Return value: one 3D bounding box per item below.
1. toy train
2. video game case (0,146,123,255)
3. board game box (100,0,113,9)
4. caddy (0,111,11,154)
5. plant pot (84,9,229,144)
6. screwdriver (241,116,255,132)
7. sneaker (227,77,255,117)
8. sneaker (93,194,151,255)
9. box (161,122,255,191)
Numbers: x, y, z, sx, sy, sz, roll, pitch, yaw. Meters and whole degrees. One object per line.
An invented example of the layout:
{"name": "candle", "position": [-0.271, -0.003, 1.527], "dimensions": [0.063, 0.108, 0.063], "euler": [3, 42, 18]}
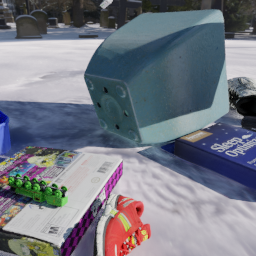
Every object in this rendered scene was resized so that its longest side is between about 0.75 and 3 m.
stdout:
{"name": "toy train", "position": [-1.205, 0.827, 3.710], "dimensions": [0.949, 0.268, 0.198], "euler": [9, 14, 21]}
{"name": "video game case", "position": [-1.341, 0.955, 4.306], "dimensions": [1.990, 0.393, 2.196], "euler": [6, 22, 16]}
{"name": "board game box", "position": [-0.572, -4.448, 9.409], "dimensions": [0.199, 0.728, 1.153], "euler": [34, 2, -21]}
{"name": "caddy", "position": [-3.322, -0.012, 6.080], "dimensions": [1.274, 0.946, 1.802], "euler": [-16, 26, -37]}
{"name": "plant pot", "position": [0.517, -1.083, 6.788], "dimensions": [2.651, 2.603, 2.595], "euler": [-35, 36, -29]}
{"name": "screwdriver", "position": [4.093, 0.175, 6.511], "dimensions": [2.850, 0.415, 0.398], "euler": [19, 29, 34]}
{"name": "sneaker", "position": [3.470, -0.897, 8.307], "dimensions": [1.171, 1.010, 2.671], "euler": [-11, 23, -26]}
{"name": "sneaker", "position": [-0.044, 1.263, 3.320], "dimensions": [0.634, 0.575, 1.493], "euler": [7, 22, 4]}
{"name": "box", "position": [2.136, 0.457, 5.597], "dimensions": [1.639, 0.439, 2.706], "euler": [-17, 26, -38]}
